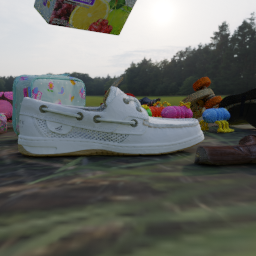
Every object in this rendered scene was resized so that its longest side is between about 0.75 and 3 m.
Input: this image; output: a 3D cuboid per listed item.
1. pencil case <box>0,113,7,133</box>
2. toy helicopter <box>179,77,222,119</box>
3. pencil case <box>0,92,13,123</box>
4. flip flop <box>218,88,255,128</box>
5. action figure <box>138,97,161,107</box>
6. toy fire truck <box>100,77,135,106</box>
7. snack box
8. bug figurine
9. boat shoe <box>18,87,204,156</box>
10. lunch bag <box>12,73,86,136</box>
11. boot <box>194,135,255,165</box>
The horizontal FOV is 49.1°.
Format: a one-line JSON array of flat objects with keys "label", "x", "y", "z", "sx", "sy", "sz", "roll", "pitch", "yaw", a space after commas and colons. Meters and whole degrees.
[{"label": "pencil case", "x": -3.020, "y": -0.077, "z": 5.671, "sx": 0.479, "sy": 0.479, "sz": 1.096, "roll": 5, "pitch": 8, "yaw": 41}, {"label": "toy helicopter", "x": 2.207, "y": -0.633, "z": 9.410, "sx": 1.578, "sy": 0.941, "sz": 2.386, "roll": -29, "pitch": -18, "yaw": 8}, {"label": "pencil case", "x": -3.240, "y": -0.439, "z": 7.231, "sx": 2.262, "sy": 1.027, "sz": 1.060, "roll": 1, "pitch": -38, "yaw": -8}, {"label": "flip flop", "x": 3.296, "y": -0.406, "z": 7.106, "sx": 0.780, "sy": 1.099, "sz": 2.711, "roll": 13, "pitch": -4, "yaw": -16}, {"label": "action figure", "x": 0.896, "y": -0.625, "z": 9.195, "sx": 1.854, "sy": 0.970, "sz": 1.793, "roll": -1, "pitch": 14, "yaw": -12}, {"label": "toy fire truck", "x": -0.342, "y": -1.326, "z": 11.964, "sx": 1.552, "sy": 1.763, "sz": 1.134, "roll": 3, "pitch": 7, "yaw": 30}, {"label": "snack box", "x": -0.413, "y": -3.198, "z": 5.298, "sx": 1.955, "sy": 2.749, "sz": 0.728, "roll": -11, "pitch": 54, "yaw": -46}, {"label": "bug figurine", "x": 1.052, "y": -0.299, "z": 6.799, "sx": 2.683, "sy": 0.690, "sz": 2.080, "roll": 6, "pitch": 8, "yaw": 44}, {"label": "boat shoe", "x": -0.157, "y": -0.118, "z": 3.783, "sx": 2.538, "sy": 0.880, "sz": 0.899, "roll": -1, "pitch": 5, "yaw": -13}, {"label": "lunch bag", "x": -1.459, "y": -0.448, "z": 5.399, "sx": 0.595, "sy": 1.238, "sz": 1.544, "roll": 4, "pitch": 8, "yaw": 28}, {"label": "boot", "x": 1.145, "y": 0.260, "z": 3.279, "sx": 0.861, "sy": 0.276, "sz": 0.802, "roll": -5, "pitch": 4, "yaw": -3}]
